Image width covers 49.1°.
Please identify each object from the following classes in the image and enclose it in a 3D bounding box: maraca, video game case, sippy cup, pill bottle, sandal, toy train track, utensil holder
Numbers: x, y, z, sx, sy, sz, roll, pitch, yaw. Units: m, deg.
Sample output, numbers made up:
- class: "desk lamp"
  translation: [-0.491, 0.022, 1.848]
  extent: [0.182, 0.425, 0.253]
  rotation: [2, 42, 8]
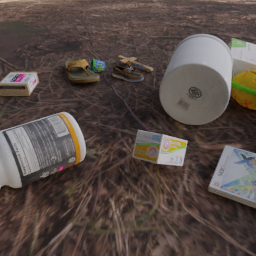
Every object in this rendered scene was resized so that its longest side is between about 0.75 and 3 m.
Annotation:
- class: "maraca"
  translation: [4.561, -1.200, 9.423]
  extent: [2.394, 1.281, 1.641]
  rotation: [17, 24, 3]
- class: "video game case"
  translation: [2.947, 1.164, 6.486]
  extent: [1.773, 0.195, 1.616]
  rotation: [17, 41, 23]
- class: "sippy cup"
  translation: [-1.326, -2.749, 12.448]
  extent: [0.565, 0.605, 0.771]
  rotation: [0, 63, -19]
- class: "pill bottle"
  translation: [-2.291, 0.565, 6.524]
  extent: [2.334, 1.358, 1.358]
  rotation: [-21, 38, -29]
- class: "sandal"
  translation: [-2.100, -2.609, 11.975]
  extent: [1.153, 0.775, 2.870]
  rotation: [-13, 35, -20]
- class: "toy train track"
  translation: [0.309, -2.910, 12.945]
  extent: [1.908, 0.310, 1.094]
  rotation: [28, 35, 28]
- class: "utensil holder"
  translation: [2.287, -1.637, 9.181]
  extent: [2.209, 2.209, 2.599]
  rotation: [9, 35, 14]

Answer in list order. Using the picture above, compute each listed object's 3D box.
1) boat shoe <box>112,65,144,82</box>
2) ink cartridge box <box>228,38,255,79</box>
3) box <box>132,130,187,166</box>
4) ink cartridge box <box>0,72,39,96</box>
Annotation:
- class: "boat shoe"
  translation: [-0.028, -2.321, 11.761]
  extent: [1.454, 0.526, 0.525]
  rotation: [14, 35, 21]
- class: "ink cartridge box"
  translation: [5.138, -2.230, 10.522]
  extent: [2.968, 0.999, 1.738]
  rotation: [18, 45, 6]
- class: "box"
  translation: [0.777, 0.488, 6.590]
  extent: [0.712, 0.642, 1.266]
  rotation: [10, -2, 38]
- class: "ink cartridge box"
  translation: [-4.215, -1.731, 10.868]
  extent: [1.106, 0.504, 1.343]
  rotation: [-1, 32, 0]
